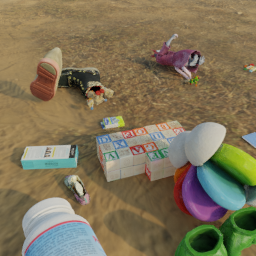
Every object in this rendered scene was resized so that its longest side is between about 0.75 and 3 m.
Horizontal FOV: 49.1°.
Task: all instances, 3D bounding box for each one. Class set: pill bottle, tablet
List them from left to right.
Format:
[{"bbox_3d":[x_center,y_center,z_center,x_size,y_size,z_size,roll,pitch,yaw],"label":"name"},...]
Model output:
[{"bbox_3d":[-1.133,2.597,5.269,1.423,1.423,2.617,-18,40,-24],"label":"pill bottle"},{"bbox_3d":[4.397,0.495,9.396,0.641,0.067,0.985,-14,37,-19],"label":"tablet"}]

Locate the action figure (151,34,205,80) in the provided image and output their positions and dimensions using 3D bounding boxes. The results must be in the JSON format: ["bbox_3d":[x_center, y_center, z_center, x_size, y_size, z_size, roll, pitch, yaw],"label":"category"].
[{"bbox_3d":[2.301,-3.380,14.100,2.786,1.866,2.075,15,73,30],"label":"action figure"}]

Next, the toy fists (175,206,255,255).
[{"bbox_3d":[1.944,2.411,5.881,2.094,1.067,0.720,-15,52,-20],"label":"toy fists"}]

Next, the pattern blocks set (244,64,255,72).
[{"bbox_3d":[6.369,-3.073,14.401,0.905,0.073,0.795,-19,40,-25],"label":"pattern blocks set"}]

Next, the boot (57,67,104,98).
[{"bbox_3d":[-2.196,-1.936,12.180,2.278,0.822,1.720,-10,39,-13],"label":"boot"}]

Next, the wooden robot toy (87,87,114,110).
[{"bbox_3d":[-1.284,-1.355,11.167,0.717,0.697,1.581,33,44,19],"label":"wooden robot toy"}]

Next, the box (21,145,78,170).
[{"bbox_3d":[-2.357,0.886,8.562,1.593,0.392,0.656,-2,35,-2],"label":"box"}]

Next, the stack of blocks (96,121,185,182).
[{"bbox_3d":[0.571,0.746,8.398,2.738,0.802,1.577,-11,37,-15],"label":"stack of blocks"}]

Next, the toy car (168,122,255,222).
[{"bbox_3d":[1.931,1.221,6.548,2.239,2.559,1.919,38,74,-3],"label":"toy car"}]

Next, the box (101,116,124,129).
[{"bbox_3d":[-0.577,-0.202,10.276,0.794,0.189,0.484,-8,35,-12],"label":"box"}]

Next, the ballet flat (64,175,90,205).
[{"bbox_3d":[-1.385,1.563,7.576,0.422,0.434,1.221,-23,41,-24],"label":"ballet flat"}]

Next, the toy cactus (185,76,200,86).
[{"bbox_3d":[2.965,-2.166,12.972,0.642,0.398,0.778,-1,33,33],"label":"toy cactus"}]

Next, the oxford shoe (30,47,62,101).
[{"bbox_3d":[-2.978,-1.918,10.597,0.974,2.753,1.016,29,57,-16],"label":"oxford shoe"}]
